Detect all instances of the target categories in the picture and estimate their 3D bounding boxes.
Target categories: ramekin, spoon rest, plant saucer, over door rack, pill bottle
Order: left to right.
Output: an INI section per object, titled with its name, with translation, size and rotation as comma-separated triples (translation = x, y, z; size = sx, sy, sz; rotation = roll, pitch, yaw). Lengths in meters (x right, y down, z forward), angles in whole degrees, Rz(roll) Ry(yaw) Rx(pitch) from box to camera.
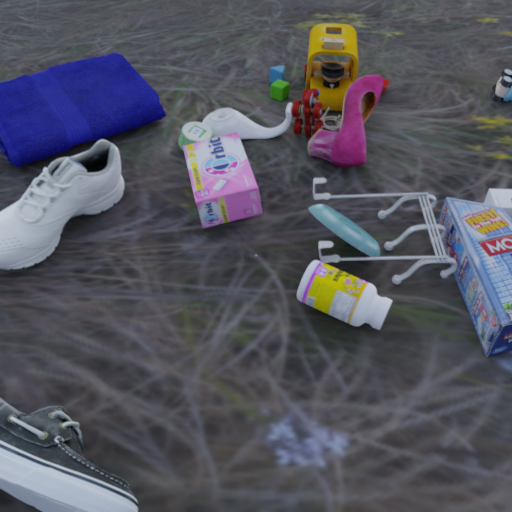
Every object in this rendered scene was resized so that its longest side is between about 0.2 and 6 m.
[ramekin]
translation = -1.379, -2.721, 12.899
size = 0.792, 0.387, 0.792
rotation = 7, 51, -9
[spoon rest]
translation = -0.238, -3.159, 13.481
size = 2.335, 0.708, 1.160
rotation = -2, 43, 17
[pill bottle]
translation = 1.491, 0.691, 9.432
size = 1.481, 0.772, 0.772
rotation = 24, 50, 14
[plant saucer]
translation = 1.670, -0.501, 10.308
size = 1.581, 0.217, 1.581
rotation = 33, 14, -10
[over door rack]
translation = 2.266, -0.452, 10.491
size = 2.555, 0.851, 1.888
rotation = 6, 47, -7

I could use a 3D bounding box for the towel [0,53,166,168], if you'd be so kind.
[towel]
translation = -4.522, -3.558, 13.659
size = 3.887, 0.963, 2.870
rotation = -25, 58, -23

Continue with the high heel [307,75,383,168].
[high heel]
translation = 2.564, -3.179, 13.011
size = 1.471, 1.033, 3.067
rotation = 22, 54, 33

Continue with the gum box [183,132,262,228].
[gum box]
translation = -0.738, -1.645, 11.591
size = 1.227, 0.715, 2.162
rotation = -14, 45, -3

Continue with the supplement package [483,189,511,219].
[supplement package]
translation = 5.153, -0.921, 11.208
size = 1.013, 0.606, 0.614
rotation = 1, 46, 1

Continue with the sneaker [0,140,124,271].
[sneaker]
translation = -3.898, -1.101, 10.619
size = 1.282, 1.499, 3.441
rotation = 35, 54, 7

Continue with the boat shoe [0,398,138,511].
[boat shoe]
translation = -2.915, 2.511, 7.409
size = 3.394, 1.223, 1.203
rotation = 16, 52, 18

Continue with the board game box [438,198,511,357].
[board game box]
translation = 4.742, 0.040, 10.044
size = 2.993, 0.923, 2.992
rotation = -12, 48, -11

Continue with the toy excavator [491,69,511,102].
[toy excavator]
translation = 6.937, -4.421, 14.726
size = 1.239, 0.619, 1.204
rotation = 23, 51, 5

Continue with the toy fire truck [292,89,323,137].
[toy fire truck]
translation = 1.297, -3.447, 13.310
size = 0.656, 1.170, 0.982
rotation = 8, 50, 16

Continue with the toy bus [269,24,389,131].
[toy bus]
translation = 1.940, -4.870, 14.440
size = 2.742, 1.501, 2.905
rotation = -31, 53, -27
